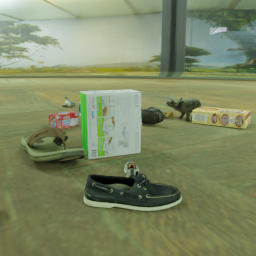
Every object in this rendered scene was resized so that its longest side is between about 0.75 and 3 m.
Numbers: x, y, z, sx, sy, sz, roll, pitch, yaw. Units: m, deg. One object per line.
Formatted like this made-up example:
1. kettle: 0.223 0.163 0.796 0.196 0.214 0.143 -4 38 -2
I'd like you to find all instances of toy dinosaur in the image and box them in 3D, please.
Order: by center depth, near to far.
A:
1. toy dinosaur: 2.747 -0.918 12.342 2.105 1.076 0.810 -5 15 -14

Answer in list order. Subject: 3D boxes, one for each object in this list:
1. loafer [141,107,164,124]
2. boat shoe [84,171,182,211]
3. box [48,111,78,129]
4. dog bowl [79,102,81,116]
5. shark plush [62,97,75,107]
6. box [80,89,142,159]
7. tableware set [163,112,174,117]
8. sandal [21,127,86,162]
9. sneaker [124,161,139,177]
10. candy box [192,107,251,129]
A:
1. loafer: 0.625 -0.439 11.440 0.708 0.713 1.959 -22 15 -36
2. boat shoe: 0.089 1.120 5.330 1.870 0.620 0.699 2 15 7
3. box: -2.530 -0.317 11.047 0.527 0.550 1.104 11 18 36
4. dog bowl: -1.512 -0.913 13.212 1.578 0.622 1.578 0 14 0
5. shark plush: -3.230 -1.302 15.653 0.516 0.563 1.240 22 -3 6
6. box: -0.474 -0.150 7.915 1.580 1.790 0.866 -6 15 -21
7. tableware set: 1.300 -0.674 13.132 1.693 0.260 1.141 6 13 27
8. sandal: -2.221 0.352 7.661 1.164 0.837 2.932 -1 10 -40
9. sneaker: 0.098 0.946 6.524 0.349 0.375 0.945 -3 13 -3
10. candy box: 3.839 -0.465 11.542 2.100 0.581 1.212 9 17 31
